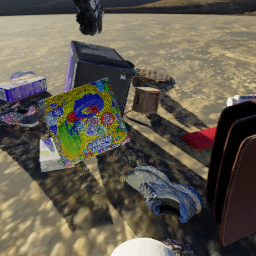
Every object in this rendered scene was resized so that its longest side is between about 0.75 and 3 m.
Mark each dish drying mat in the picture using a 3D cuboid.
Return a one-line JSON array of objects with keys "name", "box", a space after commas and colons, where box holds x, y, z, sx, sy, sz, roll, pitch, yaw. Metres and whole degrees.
[{"name": "dish drying mat", "box": [2.539, 0.190, 7.987, 1.944, 0.177, 0.747, -11, 30, -22]}]

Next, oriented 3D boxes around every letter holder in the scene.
[{"name": "letter holder", "box": [1.864, 0.753, 4.781, 1.470, 2.068, 1.040, -14, 30, -26]}]

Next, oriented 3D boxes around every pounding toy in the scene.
[{"name": "pounding toy", "box": [0.479, -0.835, 9.349, 0.716, 1.006, 0.927, 25, 22, 40]}]

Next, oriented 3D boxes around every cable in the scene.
[{"name": "cable", "box": [0.086, -2.932, 13.501, 1.312, 0.680, 2.701, 27, 28, 6]}]

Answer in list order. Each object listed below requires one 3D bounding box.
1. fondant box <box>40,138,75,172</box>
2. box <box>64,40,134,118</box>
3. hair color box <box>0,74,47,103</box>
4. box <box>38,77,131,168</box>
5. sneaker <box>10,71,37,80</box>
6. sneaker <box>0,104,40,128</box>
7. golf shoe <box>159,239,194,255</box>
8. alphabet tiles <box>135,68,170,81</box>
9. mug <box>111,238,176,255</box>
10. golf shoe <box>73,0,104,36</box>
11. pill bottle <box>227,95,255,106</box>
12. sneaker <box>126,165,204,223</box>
[{"name": "fondant box", "box": [-1.778, 0.614, 7.001, 0.786, 0.317, 1.089, -7, 27, -14]}, {"name": "box", "box": [-1.048, -1.248, 8.421, 1.482, 2.103, 2.842, 6, 24, -18]}, {"name": "hair color box", "box": [-4.233, -1.603, 11.100, 0.982, 0.582, 1.796, 16, 29, 29]}, {"name": "box", "box": [-0.666, -0.093, 4.241, 1.046, 1.008, 0.638, -23, 8, -14]}, {"name": "sneaker", "box": [-4.707, -2.303, 12.670, 1.211, 0.455, 0.491, -23, 43, -36]}, {"name": "sneaker", "box": [-3.551, -0.451, 8.696, 1.651, 0.677, 0.579, 5, 27, 9]}, {"name": "golf shoe", "box": [0.564, 1.953, 4.432, 0.934, 0.360, 0.411, 10, 11, 9]}, {"name": "alphabet tiles", "box": [1.156, -2.488, 13.130, 1.635, 0.062, 1.367, 10, 26, 0]}, {"name": "mug", "box": [0.247, 2.164, 3.348, 1.275, 1.592, 1.307, -29, 12, 15]}, {"name": "golf shoe", "box": [-1.276, -4.061, 9.101, 0.824, 2.119, 1.001, 1, 10, 25]}, {"name": "pill bottle", "box": [3.977, -0.879, 9.712, 0.952, 0.527, 0.527, -3, 27, -6]}, {"name": "sneaker", "box": [0.572, 1.267, 5.408, 1.655, 0.638, 0.705, 18, 36, 32]}]
